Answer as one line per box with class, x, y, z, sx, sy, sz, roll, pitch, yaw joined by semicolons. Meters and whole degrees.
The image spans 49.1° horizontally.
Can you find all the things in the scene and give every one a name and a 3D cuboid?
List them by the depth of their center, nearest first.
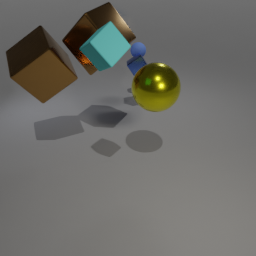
cube;-0.517;-1.795;6.253;0.700;0.700;0.700;-51;23;-17
ball;0.796;-1.153;7.995;1.400;1.400;1.400;0;30;0
cube;-2.625;-1.910;8.529;1.400;1.400;1.400;-34;51;8
cube;-0.894;-2.802;8.826;1.400;1.400;1.400;-29;15;43
cube;0.417;-2.615;11.707;0.700;0.700;0.700;-32;23;13
ball;0.458;-3.480;12.562;0.700;0.700;0.700;0;30;0
